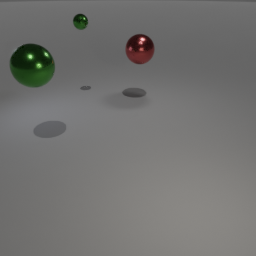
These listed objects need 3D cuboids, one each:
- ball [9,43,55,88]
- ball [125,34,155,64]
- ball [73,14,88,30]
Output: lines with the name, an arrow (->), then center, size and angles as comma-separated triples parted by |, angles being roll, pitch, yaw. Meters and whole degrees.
ball -> -3.074, -2.004, 9.049 | 1.400, 1.400, 1.400 | 0, 28, 0
ball -> 0.566, -3.733, 13.295 | 1.400, 1.400, 1.400 | 0, 28, 0
ball -> -2.168, -4.861, 12.820 | 0.700, 0.700, 0.700 | 0, 28, 0
